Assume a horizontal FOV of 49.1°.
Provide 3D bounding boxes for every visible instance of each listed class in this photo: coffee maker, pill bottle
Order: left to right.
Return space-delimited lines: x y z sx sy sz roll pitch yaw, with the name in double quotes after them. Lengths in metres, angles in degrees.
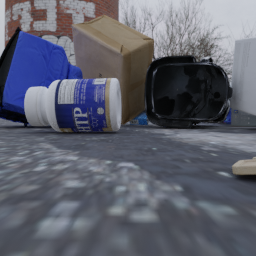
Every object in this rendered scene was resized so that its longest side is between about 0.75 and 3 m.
-0.993 -0.419 5.289 1.665 0.996 0.996 -1 3 5 "pill bottle"
1.483 -0.816 8.063 2.861 2.006 2.979 -21 -7 21 "coffee maker"

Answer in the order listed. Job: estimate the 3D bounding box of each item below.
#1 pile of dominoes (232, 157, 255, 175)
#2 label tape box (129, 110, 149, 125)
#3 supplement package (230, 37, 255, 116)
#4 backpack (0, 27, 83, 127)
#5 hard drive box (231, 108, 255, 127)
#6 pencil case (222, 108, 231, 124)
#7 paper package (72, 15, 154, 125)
1.376 0.241 1.336 1.221 0.249 1.566 -3 -4 -36 "pile of dominoes"
0.446 -0.474 9.609 0.628 0.290 0.876 0 37 18 "label tape box"
3.552 -1.005 5.631 1.717 1.695 2.831 -1 13 -8 "supplement package"
-2.684 -1.027 7.917 2.218 2.147 2.643 23 -18 -30 "backpack"
3.873 -0.351 8.231 1.550 0.595 1.208 1 3 24 "hard drive box"
3.762 -0.773 11.064 1.289 1.158 2.969 6 3 13 "pencil case"
-0.528 -1.871 8.921 1.328 2.566 2.446 -33 54 -31 "paper package"
